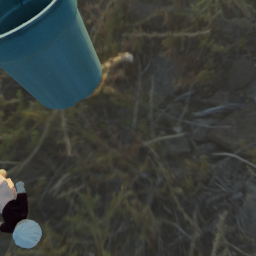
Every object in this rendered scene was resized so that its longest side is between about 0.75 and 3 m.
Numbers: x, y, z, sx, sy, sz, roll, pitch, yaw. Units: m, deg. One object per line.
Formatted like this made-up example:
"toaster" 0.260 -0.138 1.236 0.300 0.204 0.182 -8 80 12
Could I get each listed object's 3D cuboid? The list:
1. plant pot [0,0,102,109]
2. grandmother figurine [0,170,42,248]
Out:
"plant pot" -1.718 -1.692 5.816 2.282 2.235 2.282 -11 53 15
"grandmother figurine" -2.441 1.689 5.926 1.995 0.604 1.210 38 114 35
